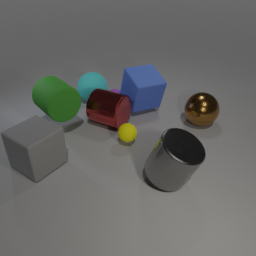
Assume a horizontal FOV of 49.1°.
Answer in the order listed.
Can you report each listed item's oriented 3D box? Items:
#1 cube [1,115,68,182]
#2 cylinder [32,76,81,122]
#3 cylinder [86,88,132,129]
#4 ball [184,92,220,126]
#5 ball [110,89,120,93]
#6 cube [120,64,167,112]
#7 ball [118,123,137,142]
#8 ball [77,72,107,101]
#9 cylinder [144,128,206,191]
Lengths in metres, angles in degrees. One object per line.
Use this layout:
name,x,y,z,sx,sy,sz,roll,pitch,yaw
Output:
cube,-3.036,0.640,9.244,1.400,1.400,1.400,22,39,30
cylinder,-2.729,-1.125,10.698,1.400,1.400,1.400,-24,40,-32
cylinder,-0.769,-0.808,11.480,1.400,1.400,1.400,17,37,23
ball,3.013,-0.762,11.455,1.400,1.400,1.400,0,33,0
ball,-0.622,-1.479,13.166,0.700,0.700,0.700,0,33,0
cube,0.633,-1.742,12.215,1.400,1.400,1.400,-13,51,-23
ball,-0.023,0.175,10.326,0.700,0.700,0.700,0,33,0
ball,-1.670,-1.918,13.183,1.400,1.400,1.400,0,33,0
cylinder,1.385,0.956,8.447,1.400,1.400,1.400,14,43,-13
